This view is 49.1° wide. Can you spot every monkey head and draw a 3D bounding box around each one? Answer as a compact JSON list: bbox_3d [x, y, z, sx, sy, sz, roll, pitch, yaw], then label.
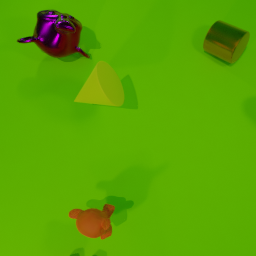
[{"bbox_3d":[-1.738,-2.277,7.043,1.896,1.143,1.364,7,26,-26],"label":"monkey head"},{"bbox_3d":[-0.632,1.815,5.659,1.123,0.677,0.808,2,52,38],"label":"monkey head"}]

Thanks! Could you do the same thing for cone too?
[{"bbox_3d":[-0.799,-0.786,6.239,1.049,1.045,1.045,-21,69,25],"label":"cone"}]

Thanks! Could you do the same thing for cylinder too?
[{"bbox_3d":[2.581,-2.268,7.376,0.862,0.862,0.862,36,74,26],"label":"cylinder"}]
